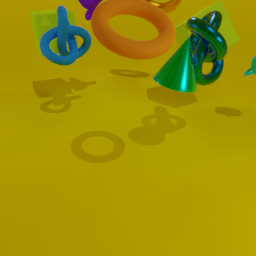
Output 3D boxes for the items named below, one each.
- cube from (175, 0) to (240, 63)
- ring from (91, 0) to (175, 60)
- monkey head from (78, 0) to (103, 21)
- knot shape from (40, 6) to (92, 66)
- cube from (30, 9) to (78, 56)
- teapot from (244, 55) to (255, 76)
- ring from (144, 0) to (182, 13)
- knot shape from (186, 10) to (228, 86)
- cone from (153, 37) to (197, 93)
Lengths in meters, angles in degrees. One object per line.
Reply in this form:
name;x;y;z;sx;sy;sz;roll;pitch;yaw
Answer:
cube;2.423;-2.982;8.947;1.342;1.342;1.342;-32;14;1
ring;0.107;-1.802;4.991;1.528;0.306;1.528;6;55;-9
monkey head;-1.051;-4.300;9.028;0.997;1.654;1.190;-18;-15;39
knot shape;-1.907;-2.569;8.390;0.808;1.749;1.637;8;56;29
cube;-2.576;-3.344;9.727;1.315;1.315;1.315;-12;28;-18
teapot;4.119;-1.834;8.199;1.396;0.868;0.683;-18;27;32
ring;1.054;-4.989;10.227;1.936;1.936;0.387;14;69;22
knot shape;1.973;-1.939;7.033;0.866;1.755;1.875;-5;24;15
cone;1.253;-1.564;6.519;1.107;1.111;1.107;11;29;-6
